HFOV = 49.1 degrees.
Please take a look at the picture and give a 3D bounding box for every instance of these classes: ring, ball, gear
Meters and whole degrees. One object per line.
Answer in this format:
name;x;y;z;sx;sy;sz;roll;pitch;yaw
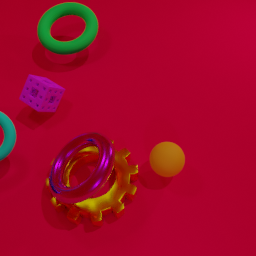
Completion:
ring;-1.005;0.801;5.956;1.668;0.334;1.668;-21;46;23
ring;-1.875;-3.110;8.711;1.905;0.381;1.905;-1;69;4
ring;-3.164;0.188;6.265;1.257;0.251;1.257;0;87;-9
ball;0.908;0.727;6.509;0.808;0.808;0.808;0;56;0
gear;-0.812;1.191;6.542;2.079;0.385;2.079;0;55;0

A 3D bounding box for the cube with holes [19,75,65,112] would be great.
cube with holes;-2.282;-0.907;7.480;0.710;0.710;0.710;31;103;17
